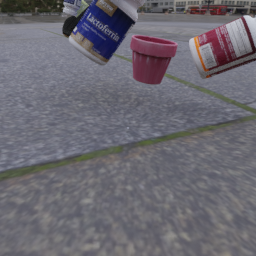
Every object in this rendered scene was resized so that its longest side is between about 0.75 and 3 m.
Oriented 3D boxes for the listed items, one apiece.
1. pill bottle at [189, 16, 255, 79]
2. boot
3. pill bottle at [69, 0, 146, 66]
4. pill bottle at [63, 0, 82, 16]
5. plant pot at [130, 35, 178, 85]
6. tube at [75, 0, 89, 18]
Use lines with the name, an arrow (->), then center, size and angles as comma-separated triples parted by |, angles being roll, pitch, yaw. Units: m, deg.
pill bottle -> 3.202, -2.514, 8.479 | 2.392, 1.366, 1.366 | -18, 18, 23
boot -> -2.115, -3.965, 11.450 | 0.724, 1.292, 1.868 | 29, 56, -2
pill bottle -> -0.701, -3.881, 10.117 | 1.679, 2.901, 1.679 | 35, 15, -11
pill bottle -> -1.896, -4.439, 9.676 | 0.578, 0.999, 0.578 | 17, 15, -5
plant pot -> 0.718, -2.130, 8.829 | 1.452, 1.300, 1.452 | 8, 26, -4
tube -> -2.137, -4.808, 10.091 | 0.416, 1.601, 0.465 | -39, 0, -39
